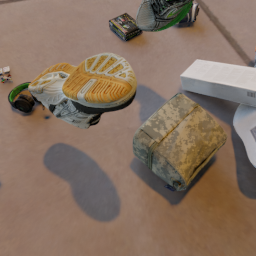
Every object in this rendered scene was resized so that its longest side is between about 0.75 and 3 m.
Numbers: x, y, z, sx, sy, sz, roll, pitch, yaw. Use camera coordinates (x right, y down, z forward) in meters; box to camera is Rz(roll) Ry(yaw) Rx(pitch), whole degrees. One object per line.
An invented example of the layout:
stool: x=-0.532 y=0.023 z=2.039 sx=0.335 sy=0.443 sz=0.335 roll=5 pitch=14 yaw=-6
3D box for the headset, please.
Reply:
headset: x=-2.740 y=-0.910 z=7.803 sx=1.523 sy=0.715 sz=0.940 roll=24 pitch=59 yaw=28

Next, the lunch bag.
lunch bag: x=1.212 y=0.362 z=6.573 sx=1.577 sy=1.310 sz=1.881 roll=38 pitch=64 yaw=25

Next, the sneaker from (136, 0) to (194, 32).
sneaker: x=0.886 y=-2.869 z=5.820 sx=1.152 sy=2.705 sz=1.055 roll=-33 pitch=94 yaw=-32

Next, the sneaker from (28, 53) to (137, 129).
sneaker: x=-0.684 y=-0.556 z=5.119 sx=2.790 sy=1.223 sz=1.055 roll=13 pitch=54 yaw=50

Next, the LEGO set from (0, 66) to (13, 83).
LEGO set: x=-3.909 y=-1.540 z=8.605 sx=0.633 sy=0.208 sz=0.848 roll=-19 pitch=47 yaw=-12

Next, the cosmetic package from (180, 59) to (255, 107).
cosmetic package: x=2.655 y=-1.282 z=7.700 sx=2.251 sy=0.570 sz=0.929 roll=23 pitch=58 yaw=41

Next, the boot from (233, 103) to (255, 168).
boot: x=3.494 y=0.339 z=6.957 sx=1.282 sy=0.987 sz=2.683 roll=37 pitch=37 yaw=-18

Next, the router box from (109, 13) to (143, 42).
router box: x=-0.078 y=-3.549 z=9.824 sx=0.766 sy=0.317 sz=1.022 roll=-31 pitch=61 yaw=-19

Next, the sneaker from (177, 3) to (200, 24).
sneaker: x=2.056 y=-4.546 z=10.293 sx=0.981 sy=0.634 sz=1.808 roll=-4 pitch=63 yaw=3
